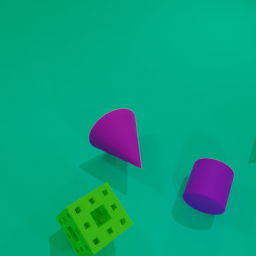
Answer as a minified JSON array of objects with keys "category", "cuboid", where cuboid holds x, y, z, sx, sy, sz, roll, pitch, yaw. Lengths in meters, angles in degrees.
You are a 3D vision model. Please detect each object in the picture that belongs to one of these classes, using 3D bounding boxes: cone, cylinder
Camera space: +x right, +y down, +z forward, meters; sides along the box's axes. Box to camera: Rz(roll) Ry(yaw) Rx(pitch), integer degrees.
[{"category":"cone","cuboid":[-0.048,0.520,7.451,1.489,1.489,1.495,-27,55,-16]},{"category":"cylinder","cuboid":[2.082,1.507,7.238,1.071,1.071,1.071,21,59,13]}]

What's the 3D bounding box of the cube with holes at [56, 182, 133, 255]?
[{"category":"cube with holes","cuboid":[-0.792,2.101,6.363,1.089,1.089,1.089,-26,78,-35]}]
